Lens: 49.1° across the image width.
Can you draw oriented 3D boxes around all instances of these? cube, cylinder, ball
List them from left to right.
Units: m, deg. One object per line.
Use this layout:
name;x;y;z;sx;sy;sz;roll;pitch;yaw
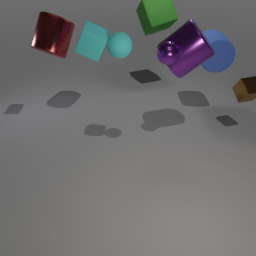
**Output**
cylinder;-2.969;-3.642;11.084;1.400;1.400;1.400;18;7;-2
cube;-1.008;-2.426;7.838;0.700;0.700;0.700;21;41;-15
ball;-0.239;-2.278;7.703;0.700;0.700;0.700;0;31;0
cube;1.386;-5.547;13.672;1.400;1.400;1.400;-21;6;-8
ball;1.229;-2.275;8.542;0.700;0.700;0.700;0;31;0
cylinder;1.929;-2.624;9.357;1.400;1.400;1.400;-34;20;25
cylinder;3.602;-3.250;11.813;1.400;1.400;1.400;0;35;-1
cube;4.554;-1.461;10.668;0.700;0.700;0.700;-10;69;-14
